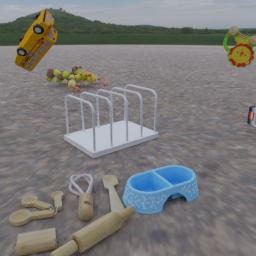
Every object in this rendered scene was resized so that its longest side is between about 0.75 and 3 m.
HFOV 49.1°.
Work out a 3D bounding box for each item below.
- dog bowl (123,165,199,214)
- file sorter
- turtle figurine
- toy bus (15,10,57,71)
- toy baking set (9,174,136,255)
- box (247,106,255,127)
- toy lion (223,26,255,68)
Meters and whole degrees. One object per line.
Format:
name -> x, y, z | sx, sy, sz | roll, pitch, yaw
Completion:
dog bowl -> 0.500, 0.865, 4.153 | 1.217, 0.302, 0.679 | -11, 23, -27
file sorter -> -0.366, -0.259, 6.142 | 1.761, 1.097, 1.222 | -16, 24, -36
turtle figurine -> -2.288, -2.155, 11.772 | 2.219, 0.886, 2.752 | 8, 21, 21
toy bus -> -2.724, -2.538, 8.305 | 0.745, 1.903, 0.620 | 26, 46, -35
toy baking set -> -0.669, 1.033, 3.784 | 1.908, 0.222, 1.464 | -16, 25, -38
box -> 4.601, -0.171, 6.784 | 2.786, 0.484, 1.533 | -3, 20, -8
toy lion -> 2.781, -1.981, 7.013 | 0.893, 0.856, 0.306 | 34, 23, 16
